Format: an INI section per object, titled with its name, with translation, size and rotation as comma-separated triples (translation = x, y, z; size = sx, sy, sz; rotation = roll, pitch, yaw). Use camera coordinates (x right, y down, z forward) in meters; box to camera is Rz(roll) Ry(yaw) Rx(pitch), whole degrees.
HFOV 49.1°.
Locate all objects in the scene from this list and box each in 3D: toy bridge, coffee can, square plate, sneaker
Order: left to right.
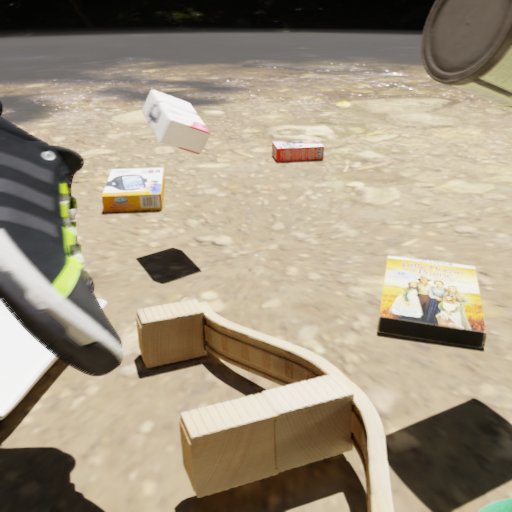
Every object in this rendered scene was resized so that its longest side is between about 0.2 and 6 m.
[square plate]
translation = -3.156, 1.013, 6.324
size = 2.207, 0.314, 2.186
rotation = 6, 27, 12
[sneaker]
translation = -1.679, -0.388, 4.178
size = 1.124, 0.973, 2.714
rotation = -38, 85, -24
[toy bridge]
translation = 0.158, 1.422, 4.574
size = 1.528, 0.618, 4.544
rotation = -9, 20, -20
[coffee can]
translation = 2.127, -1.678, 4.531
size = 1.266, 0.927, 0.927
rotation = 9, 20, -28

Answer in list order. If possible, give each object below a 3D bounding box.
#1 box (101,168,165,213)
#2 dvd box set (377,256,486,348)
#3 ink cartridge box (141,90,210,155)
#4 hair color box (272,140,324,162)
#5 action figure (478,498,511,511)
[box]
translation = -2.375, -1.367, 11.063
size = 1.090, 0.380, 1.831
rotation = -3, 29, -6
[dvd box set]
translation = 2.282, 0.538, 7.341
size = 1.254, 0.252, 1.714
rotation = 8, 28, 14
[ink cartridge box]
translation = -1.168, -1.933, 8.078
size = 0.674, 0.393, 0.931
rotation = 10, 34, -38
[hair color box]
translation = 0.989, -2.510, 13.370
size = 1.131, 0.362, 0.627
rotation = -4, 26, -10
[action figure]
translation = 2.581, 1.954, 3.717
size = 3.488, 0.954, 2.060
rotation = -25, 34, -34
